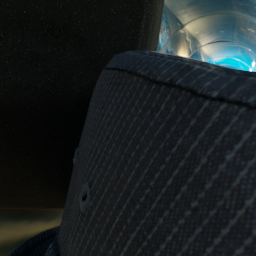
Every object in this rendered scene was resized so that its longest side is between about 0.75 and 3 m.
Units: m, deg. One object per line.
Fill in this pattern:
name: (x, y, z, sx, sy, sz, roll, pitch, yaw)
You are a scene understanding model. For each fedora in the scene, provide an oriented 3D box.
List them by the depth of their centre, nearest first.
fedora: (0.465, 0.268, 1.205, 2.158, 1.102, 2.440, 0, 6, -5)

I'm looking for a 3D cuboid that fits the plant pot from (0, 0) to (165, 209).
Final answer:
plant pot: (-0.771, -0.289, 2.823, 2.051, 1.824, 2.056, 0, 4, -1)
